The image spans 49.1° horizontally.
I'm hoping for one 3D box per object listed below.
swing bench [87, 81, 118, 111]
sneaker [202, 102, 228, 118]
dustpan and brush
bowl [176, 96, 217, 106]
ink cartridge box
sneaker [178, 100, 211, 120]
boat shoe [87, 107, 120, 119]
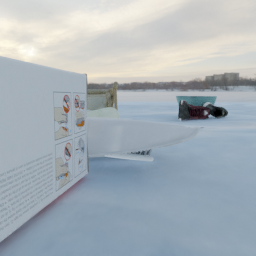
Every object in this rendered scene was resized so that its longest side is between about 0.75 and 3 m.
[{"bbox_3d":[-1.504,-0.852,9.997,2.160,1.409,2.172,-2,1,-8],"label":"swing bench"},{"bbox_3d":[3.878,-0.649,12.013,1.562,0.519,0.707,14,24,-37],"label":"sneaker"},{"bbox_3d":[-0.518,0.244,3.883,2.582,0.739,1.802,5,-3,-11],"label":"dustpan and brush"},{"bbox_3d":[3.108,-0.996,12.825,1.843,0.964,1.843,0,7,0],"label":"bowl"},{"bbox_3d":[-1.949,0.095,2.055,2.539,1.213,2.892,1,7,12],"label":"ink cartridge box"},{"bbox_3d":[2.673,-0.685,11.086,1.198,0.784,2.073,5,7,18],"label":"sneaker"},{"bbox_3d":[-1.158,-0.226,7.740,1.844,0.672,0.570,-6,-11,-28],"label":"boat shoe"}]
